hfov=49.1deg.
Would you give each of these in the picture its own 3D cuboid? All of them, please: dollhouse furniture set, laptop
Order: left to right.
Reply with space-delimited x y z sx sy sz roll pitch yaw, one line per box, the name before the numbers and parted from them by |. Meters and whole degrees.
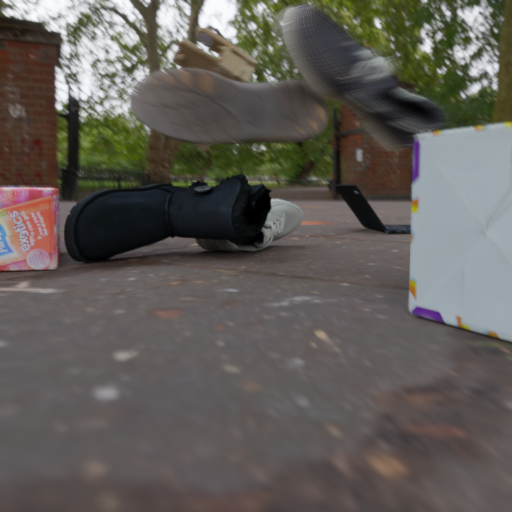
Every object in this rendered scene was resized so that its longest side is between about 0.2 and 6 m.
dollhouse furniture set | -1.111 -3.385 10.981 1.551 1.903 1.810 30 -28 -12
laptop | 3.482 -1.262 14.801 2.424 1.252 2.148 -1 8 -5

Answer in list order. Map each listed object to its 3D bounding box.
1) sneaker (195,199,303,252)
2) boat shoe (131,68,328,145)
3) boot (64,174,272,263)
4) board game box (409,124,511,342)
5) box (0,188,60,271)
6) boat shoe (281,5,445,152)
sneaker | 0.098 -0.456 10.339 2.352 0.890 1.082 -17 24 -35
boat shoe | -0.415 -2.154 8.651 2.952 1.100 1.082 6 1 -3
boot | -1.255 -0.619 8.808 2.327 1.058 2.769 2 18 30
board game box | 3.081 -0.272 5.012 3.109 1.631 1.602 -3 8 -29
box | -3.712 -0.477 8.663 1.249 1.152 2.433 -2 7 -17
boat shoe | 1.628 -2.616 8.063 2.987 1.085 0.937 33 -27 -33
